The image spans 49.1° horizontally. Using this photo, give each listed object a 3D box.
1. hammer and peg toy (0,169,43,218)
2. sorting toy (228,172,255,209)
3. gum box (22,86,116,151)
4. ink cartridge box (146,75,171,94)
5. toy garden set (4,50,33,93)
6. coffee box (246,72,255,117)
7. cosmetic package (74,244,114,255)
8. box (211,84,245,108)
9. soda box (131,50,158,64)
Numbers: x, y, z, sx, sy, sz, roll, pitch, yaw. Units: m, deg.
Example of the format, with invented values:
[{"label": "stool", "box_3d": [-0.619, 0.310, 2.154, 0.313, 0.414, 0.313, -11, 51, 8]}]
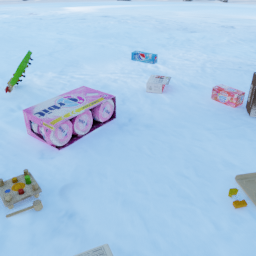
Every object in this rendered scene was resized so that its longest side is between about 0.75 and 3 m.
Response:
[{"label": "hammer and peg toy", "box_3d": [-2.445, 1.462, 6.333, 0.874, 0.419, 1.188, -19, 35, -30]}, {"label": "sorting toy", "box_3d": [2.984, 1.502, 6.535, 1.466, 0.196, 1.092, -6, 35, -10]}, {"label": "gum box", "box_3d": [-1.852, -0.410, 9.077, 1.555, 0.906, 2.740, 22, 37, 33]}, {"label": "ink cartridge box", "box_3d": [1.346, -1.908, 12.162, 0.940, 0.449, 1.070, 8, 31, 13]}, {"label": "toy garden set", "box_3d": [-4.499, -2.137, 11.593, 0.424, 1.773, 2.127, 33, 19, -27]}, {"label": "coffee box", "box_3d": [5.586, -1.072, 9.684, 2.515, 1.438, 1.003, 7, 28, 11]}, {"label": "cosmetic package", "box_3d": [-0.375, 2.729, 3.831, 1.051, 0.710, 1.998, -12, 32, -20]}, {"label": "box", "box_3d": [3.900, -1.272, 10.970, 0.582, 0.537, 1.134, -22, 36, -33]}, {"label": "soda box", "box_3d": [0.919, -3.989, 15.769, 1.466, 0.470, 0.497, 17, 34, 28]}]
